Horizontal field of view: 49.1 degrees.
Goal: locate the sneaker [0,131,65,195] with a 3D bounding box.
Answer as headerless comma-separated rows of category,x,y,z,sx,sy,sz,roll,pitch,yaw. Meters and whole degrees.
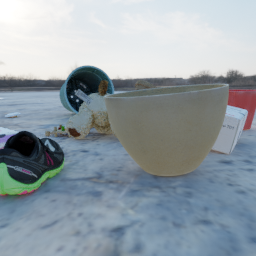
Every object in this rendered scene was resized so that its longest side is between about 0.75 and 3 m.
sneaker,-1.731,0.474,5.218,0.854,0.933,2.226,0,10,0

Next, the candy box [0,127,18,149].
candy box,-3.598,0.390,6.525,1.855,0.664,1.556,9,13,43

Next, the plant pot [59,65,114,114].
plant pot,-2.401,-1.808,14.865,2.594,2.594,2.541,-5,3,-26

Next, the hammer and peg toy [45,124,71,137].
hammer and peg toy,-2.243,0.073,9.407,0.972,0.343,0.715,1,10,7

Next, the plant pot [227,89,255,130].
plant pot,4.099,-0.721,10.714,1.666,1.474,1.666,0,10,0

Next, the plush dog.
plush dog,-0.809,-0.416,9.304,2.240,1.797,1.924,0,-14,0

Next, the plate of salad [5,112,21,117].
plate of salad,-5.812,-0.639,14.159,0.762,0.183,0.762,-7,17,2

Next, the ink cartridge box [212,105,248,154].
ink cartridge box,2.383,-0.178,8.091,1.704,0.999,2.327,18,18,24

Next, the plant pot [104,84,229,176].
plant pot,0.787,0.025,5.626,2.381,1.598,2.381,-5,11,1

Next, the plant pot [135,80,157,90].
plant pot,1.264,-1.943,17.834,2.295,1.059,2.295,33,-9,6
